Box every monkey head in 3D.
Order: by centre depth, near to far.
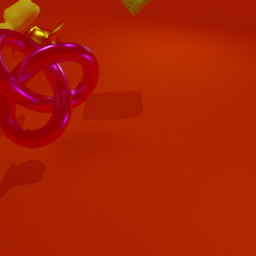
[{"bbox_3d":[-1.927,-1.650,6.069,0.914,1.516,1.091,25,25,-6],"label":"monkey head"}]

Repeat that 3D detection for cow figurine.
[{"bbox_3d":[-3.021,-2.873,7.548,1.378,0.756,1.355,-32,38,14],"label":"cow figurine"}]

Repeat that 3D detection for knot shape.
[{"bbox_3d":[-1.054,-0.606,3.733,1.467,1.568,0.725,-18,10,-25],"label":"knot shape"}]

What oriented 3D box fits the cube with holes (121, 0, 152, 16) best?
[{"bbox_3d":[0.330,-4.456,8.316,1.323,1.323,1.323,-41,11,0],"label":"cube with holes"}]
